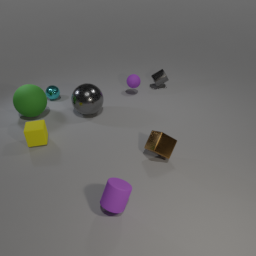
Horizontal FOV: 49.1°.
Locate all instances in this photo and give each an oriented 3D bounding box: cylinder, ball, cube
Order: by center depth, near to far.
[{"bbox_3d":[-0.322,1.802,7.535,0.700,0.700,0.700,19,11,-4],"label":"cylinder"},{"bbox_3d":[1.110,0.557,9.573,0.700,0.700,0.700,28,-6,-24],"label":"cube"},{"bbox_3d":[-3.424,0.194,10.461,0.700,0.700,0.700,-9,33,-7],"label":"cube"},{"bbox_3d":[-4.204,-1.175,12.059,1.400,1.400,1.400,0,32,0],"label":"ball"},{"bbox_3d":[-1.771,-1.254,12.279,1.400,1.400,1.400,0,32,0],"label":"ball"},{"bbox_3d":[-3.686,-1.738,13.708,0.700,0.700,0.700,0,32,0],"label":"ball"},{"bbox_3d":[0.277,-2.340,14.022,0.700,0.700,0.700,0,32,0],"label":"ball"},{"bbox_3d":[1.695,-2.656,14.824,0.700,0.700,0.700,-29,30,12],"label":"cylinder"}]
